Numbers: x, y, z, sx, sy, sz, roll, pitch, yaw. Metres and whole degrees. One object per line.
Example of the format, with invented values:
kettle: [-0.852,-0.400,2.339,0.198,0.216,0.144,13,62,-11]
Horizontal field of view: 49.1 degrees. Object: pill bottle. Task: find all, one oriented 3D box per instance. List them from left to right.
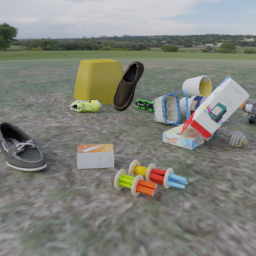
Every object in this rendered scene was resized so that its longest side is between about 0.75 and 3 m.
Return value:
pill bottle: [3.259,-0.845,12.274,1.923,1.067,1.067,13,22,36]
pill bottle: [6.002,-0.981,13.550,0.534,0.534,1.005,-14,23,-37]

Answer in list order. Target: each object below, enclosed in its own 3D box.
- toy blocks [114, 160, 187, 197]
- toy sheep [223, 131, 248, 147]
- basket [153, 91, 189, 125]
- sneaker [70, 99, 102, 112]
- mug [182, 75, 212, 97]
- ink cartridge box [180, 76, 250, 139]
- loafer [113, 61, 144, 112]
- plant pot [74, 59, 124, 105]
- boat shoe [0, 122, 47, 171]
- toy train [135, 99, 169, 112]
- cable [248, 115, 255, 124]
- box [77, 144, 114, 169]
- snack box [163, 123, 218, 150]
toy blocks: [0.574,1.271,6.660,1.432,0.520,1.193,10,20,29]
toy sheep: [3.600,0.360,9.402,0.878,0.605,0.605,29,31,30]
basket: [1.845,-0.809,11.661,1.102,1.396,1.584,-8,8,-38]
sneaker: [-2.065,-1.014,13.682,1.735,0.654,0.663,-2,22,30]
mug: [4.170,-2.327,17.062,1.409,1.716,1.374,7,50,48]
ink cartridge box: [2.776,-0.520,9.188,0.772,2.296,1.334,40,22,2]
loafer: [-0.084,-1.736,11.340,0.800,2.192,0.782,23,5,16]
plant pot: [-1.577,-2.741,16.146,2.591,2.285,2.591,-9,21,-26]
boat shoe: [-3.380,0.505,8.524,0.954,0.814,2.855,-15,23,-38]
toy train: [1.402,-1.046,13.896,2.443,0.510,0.689,16,14,40]
cable: [5.916,-0.332,11.823,1.510,0.470,1.851,0,10,27]
box: [-0.933,0.809,8.100,1.029,0.502,0.640,-2,18,-6]
snack box: [2.293,0.212,10.139,1.156,0.369,1.990,16,24,39]
